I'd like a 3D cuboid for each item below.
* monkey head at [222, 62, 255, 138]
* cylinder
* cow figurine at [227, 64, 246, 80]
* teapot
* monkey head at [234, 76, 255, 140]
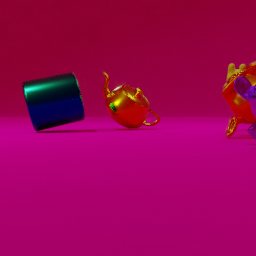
[{"bbox_3d":[2.105,-0.544,4.743,1.588,0.957,1.142,-34,0,1],"label":"monkey head"},{"bbox_3d":[-1.702,-0.612,6.467,1.160,1.160,1.160,-15,6,-14],"label":"cylinder"},{"bbox_3d":[2.722,-1.193,7.063,0.509,0.927,0.912,8,-34,23],"label":"cow figurine"},{"bbox_3d":[0.002,-0.695,7.634,2.068,1.012,1.286,35,24,-10],"label":"teapot"},{"bbox_3d":[1.624,-0.183,3.228,1.003,0.721,0.604,38,7,-1],"label":"monkey head"}]
